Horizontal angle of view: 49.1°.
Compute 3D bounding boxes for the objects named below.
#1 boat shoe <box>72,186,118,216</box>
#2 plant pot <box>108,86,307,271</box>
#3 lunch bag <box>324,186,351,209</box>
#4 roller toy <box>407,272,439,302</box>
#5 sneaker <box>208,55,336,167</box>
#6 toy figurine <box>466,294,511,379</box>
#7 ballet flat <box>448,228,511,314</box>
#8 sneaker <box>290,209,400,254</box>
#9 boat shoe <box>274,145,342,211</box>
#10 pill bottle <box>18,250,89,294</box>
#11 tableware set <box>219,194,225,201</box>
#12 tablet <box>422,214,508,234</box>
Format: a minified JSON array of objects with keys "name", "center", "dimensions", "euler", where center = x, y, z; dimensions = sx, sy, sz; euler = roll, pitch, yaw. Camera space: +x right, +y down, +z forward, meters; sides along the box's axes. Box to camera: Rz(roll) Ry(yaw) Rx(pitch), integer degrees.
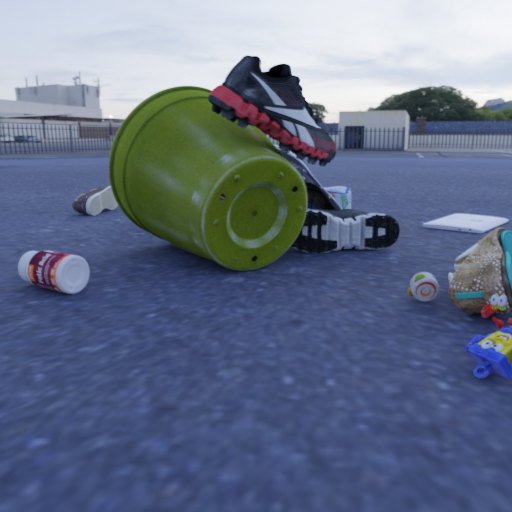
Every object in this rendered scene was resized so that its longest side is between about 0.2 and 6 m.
[{"name":"boat shoe","center":[-4.523,-1.603,16.063],"dimensions":[0.596,0.719,2.003],"euler":[6,19,11]},{"name":"plant pot","center":[-0.699,-1.202,9.984],"dimensions":[3.080,3.080,2.965],"euler":[-7,28,-29]},{"name":"lunch bag","center":[1.095,-1.204,13.654],"dimensions":[2.646,1.000,2.120],"euler":[2,11,11]},{"name":"roller toy","center":[2.283,0.420,7.619],"dimensions":[0.359,0.394,0.275],"euler":[15,25,-2]},{"name":"sneaker","center":[0.485,-2.309,8.875],"dimensions":[2.450,1.197,0.866],"euler":[24,11,-32]},{"name":"toy figurine","center":[2.496,0.992,5.313],"dimensions":[0.844,0.743,1.409],"euler":[-33,19,-12]},{"name":"ballet flat","center":[3.179,0.168,7.840],"dimensions":[0.886,0.957,2.715],"euler":[-12,2,28]},{"name":"sneaker","center":[1.459,-0.521,11.085],"dimensions":[2.510,0.834,1.136],"euler":[0,9,-11]},{"name":"boat shoe","center":[0.930,-1.372,11.939],"dimensions":[0.920,2.633,0.872],"euler":[-42,8,9]},{"name":"pill bottle","center":[-2.992,0.215,8.231],"dimensions":[0.993,0.567,0.567],"euler":[8,15,32]},{"name":"tableware set","center":[-1.749,-1.360,14.390],"dimensions":[2.301,1.521,0.461],"euler":[4,56,2]},{"name":"tablet","center":[5.210,-0.832,13.857],"dimensions":[1.436,0.151,2.207],"euler":[10,17,38]}]
